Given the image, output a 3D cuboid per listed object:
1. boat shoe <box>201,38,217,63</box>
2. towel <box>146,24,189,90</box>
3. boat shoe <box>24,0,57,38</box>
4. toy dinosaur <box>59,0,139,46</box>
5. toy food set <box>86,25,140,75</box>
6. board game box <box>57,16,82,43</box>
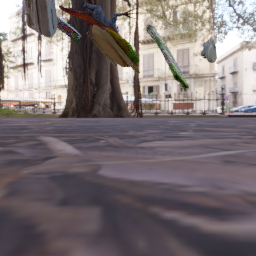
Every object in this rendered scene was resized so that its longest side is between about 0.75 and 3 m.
[{"bbox_3d":[2.841,-2.664,9.908,0.484,1.358,0.474,-24,-56,35],"label":"boat shoe"},{"bbox_3d":[1.276,-2.265,9.128,0.313,2.042,1.523,-30,-22,20],"label":"towel"},{"bbox_3d":[-2.292,-3.362,6.891,0.860,0.947,2.576,15,-38,-2],"label":"boat shoe"},{"bbox_3d":[-0.821,-3.405,9.733,2.400,2.178,1.260,-25,-13,-14],"label":"toy dinosaur"},{"bbox_3d":[-0.420,-2.705,9.248,1.894,0.551,2.743,46,-2,-27],"label":"toy food set"},{"bbox_3d":[-2.350,-3.672,9.993,1.166,0.297,1.723,32,13,-34],"label":"board game box"}]
